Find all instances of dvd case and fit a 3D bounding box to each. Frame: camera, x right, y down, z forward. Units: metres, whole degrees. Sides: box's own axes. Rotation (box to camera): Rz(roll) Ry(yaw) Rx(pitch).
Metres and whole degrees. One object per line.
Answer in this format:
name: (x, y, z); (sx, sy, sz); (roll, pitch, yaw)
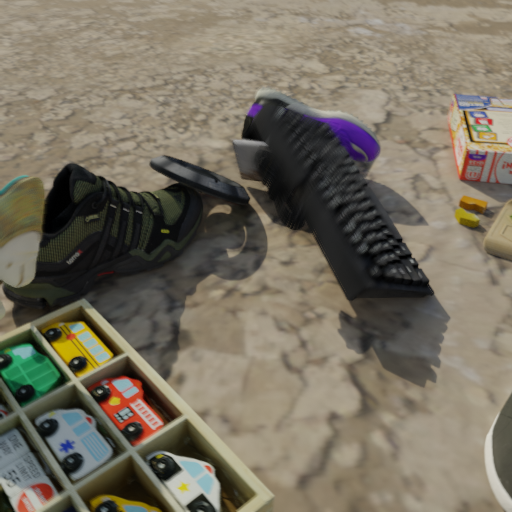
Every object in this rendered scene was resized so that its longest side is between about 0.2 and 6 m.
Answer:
dvd case: (0.223, -1.762, 10.653); (1.291, 0.921, 0.113); (9, 51, 21)

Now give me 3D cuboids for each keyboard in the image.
keyboard: (1.119, -1.003, 8.803); (2.383, 0.509, 3.968); (2, 48, -33)

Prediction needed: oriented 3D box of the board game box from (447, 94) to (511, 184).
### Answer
board game box: (5.545, -2.583, 12.201); (2.358, 0.721, 3.112); (7, 37, 10)

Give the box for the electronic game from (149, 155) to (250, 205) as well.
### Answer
electronic game: (-1.013, -1.359, 10.186); (1.930, 0.402, 1.930); (21, 10, -4)

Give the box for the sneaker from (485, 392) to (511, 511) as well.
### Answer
sneaker: (3.275, 1.527, 6.100); (0.964, 1.353, 2.728); (22, 43, 24)

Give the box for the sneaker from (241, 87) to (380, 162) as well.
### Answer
sneaker: (0.973, -2.225, 11.231); (2.912, 1.012, 1.448); (25, 75, 22)

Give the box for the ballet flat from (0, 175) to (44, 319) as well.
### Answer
ballet flat: (-3.104, 0.258, 6.470); (2.583, 0.913, 0.913); (-47, 44, 7)

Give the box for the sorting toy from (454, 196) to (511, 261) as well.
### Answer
sorting toy: (4.609, -0.496, 9.713); (2.373, 0.318, 1.768); (21, 41, 26)

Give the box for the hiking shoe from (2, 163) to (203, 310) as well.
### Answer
hiking shoe: (-2.246, -0.609, 8.617); (1.348, 1.792, 3.560); (30, 46, 34)

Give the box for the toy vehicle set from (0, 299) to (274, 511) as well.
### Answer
toy vehicle set: (-2.007, 2.096, 6.029); (2.419, 0.516, 3.893); (-28, 44, -32)
